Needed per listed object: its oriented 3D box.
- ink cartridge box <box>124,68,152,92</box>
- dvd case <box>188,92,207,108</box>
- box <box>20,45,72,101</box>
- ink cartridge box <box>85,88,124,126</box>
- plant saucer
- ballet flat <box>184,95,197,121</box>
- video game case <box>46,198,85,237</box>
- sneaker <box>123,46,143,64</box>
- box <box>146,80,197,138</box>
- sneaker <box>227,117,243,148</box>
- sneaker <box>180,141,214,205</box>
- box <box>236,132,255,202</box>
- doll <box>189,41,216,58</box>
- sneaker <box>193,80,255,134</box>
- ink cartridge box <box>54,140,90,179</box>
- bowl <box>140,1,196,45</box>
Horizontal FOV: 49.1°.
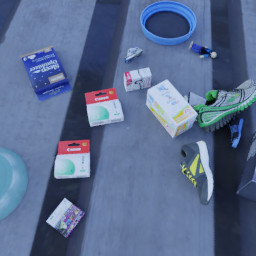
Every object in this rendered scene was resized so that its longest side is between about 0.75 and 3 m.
[{"bbox_3d":[0.389,-1.929,11.207,1.046,0.760,0.436,-12,62,-7],"label":"ink cartridge box"},{"bbox_3d":[2.781,-0.882,10.768,1.077,0.094,0.768,22,56,-14],"label":"dvd case"},{"bbox_3d":[-3.411,-2.322,11.655,1.451,0.388,2.396,-23,65,-12],"label":"box"},{"bbox_3d":[-0.959,-0.911,10.884,1.297,0.404,1.612,-11,63,-6],"label":"ink cartridge box"},{"bbox_3d":[-4.817,1.808,9.324,2.799,0.503,2.799,0,61,0],"label":"plant saucer"},{"bbox_3d":[2.345,-0.743,10.807,0.403,0.403,1.162,-19,66,-10],"label":"ballet flat"},{"bbox_3d":[-1.987,2.849,8.936,0.829,0.164,0.915,30,65,15],"label":"video game case"},{"bbox_3d":[0.120,-3.155,12.021,0.478,0.433,1.123,44,55,6],"label":"sneaker"},{"bbox_3d":[1.571,-0.707,10.392,0.919,1.020,1.813,-29,65,-15],"label":"box"},{"bbox_3d":[3.865,0.136,10.298,0.501,0.451,1.287,15,57,14],"label":"sneaker"},{"bbox_3d":[2.252,1.499,9.394,0.967,0.851,2.285,-3,52,5],"label":"sneaker"},{"bbox_3d":[5.207,1.356,8.996,2.476,1.526,2.456,22,65,12],"label":"box"},{"bbox_3d":[3.270,-3.358,12.257,1.220,0.296,0.833,24,56,5],"label":"doll"},{"bbox_3d":[3.677,-1.044,10.306,2.894,1.129,1.233,-33,93,-18],"label":"sneaker"},{"bbox_3d":[-1.935,1.030,9.844,1.160,0.361,1.441,-3,63,-2],"label":"ink cartridge box"},{"bbox_3d":[1.847,-4.851,12.961,2.539,0.498,2.539,0,62,0],"label":"bowl"}]
